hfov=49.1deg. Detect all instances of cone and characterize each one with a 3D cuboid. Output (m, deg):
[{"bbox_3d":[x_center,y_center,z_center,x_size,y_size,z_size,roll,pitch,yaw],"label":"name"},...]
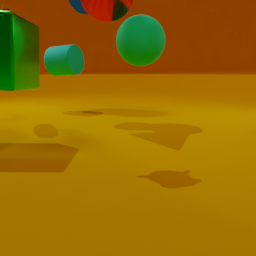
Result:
[{"bbox_3d":[-0.476,-3.394,6.495,1.379,1.379,1.385,-1,2,-6],"label":"cone"},{"bbox_3d":[-1.368,-4.263,8.454,1.176,1.176,1.181,-6,47,-26],"label":"cone"}]

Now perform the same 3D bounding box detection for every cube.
[{"bbox_3d":[-2.519,-1.394,5.275,1.302,1.302,1.302,3,9,2],"label":"cube"}]

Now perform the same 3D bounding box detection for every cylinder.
[{"bbox_3d":[-2.281,-2.425,10.088,1.041,1.041,1.041,2,11,24],"label":"cylinder"}]

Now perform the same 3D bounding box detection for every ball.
[{"bbox_3d":[0.345,-2.373,7.638,1.336,1.336,1.336,0,12,0],"label":"ball"}]
